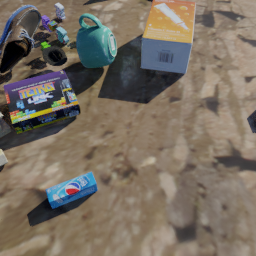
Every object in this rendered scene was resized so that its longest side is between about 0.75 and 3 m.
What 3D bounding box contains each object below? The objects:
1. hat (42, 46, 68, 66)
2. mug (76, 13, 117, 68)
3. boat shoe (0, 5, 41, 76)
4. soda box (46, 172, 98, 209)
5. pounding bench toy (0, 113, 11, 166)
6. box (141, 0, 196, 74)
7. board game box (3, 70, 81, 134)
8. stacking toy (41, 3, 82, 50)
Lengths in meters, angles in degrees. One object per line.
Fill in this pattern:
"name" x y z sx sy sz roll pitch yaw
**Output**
"hat" -2.654 -2.482 9.990 0.925 0.373 0.925 15 60 -27
"mug" -1.053 -2.895 9.651 1.053 1.702 1.399 -1 70 18
"boat shoe" -3.851 -3.003 9.888 1.053 1.051 2.909 26 83 32
"soda box" -1.404 1.564 7.061 1.215 0.412 0.390 -20 54 -16
"pounding bench toy" -4.294 -0.346 7.392 1.722 2.162 2.772 -36 62 -29
"box" 1.533 -3.498 10.478 1.696 1.329 2.727 8 52 7
"board game box" -2.691 -0.881 8.766 2.001 0.567 1.654 -19 58 -15
"stacking toy" -2.955 -3.927 11.321 2.044 0.637 2.712 -35 63 -24
